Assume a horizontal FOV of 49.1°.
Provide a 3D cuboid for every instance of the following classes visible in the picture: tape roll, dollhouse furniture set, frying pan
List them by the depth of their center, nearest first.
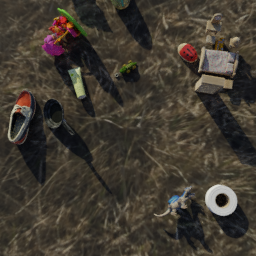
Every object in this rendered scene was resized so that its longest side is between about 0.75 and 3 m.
[{"bbox_3d":[3.440,2.667,10.364,1.085,0.379,1.085,0,80,1],"label":"tape roll"},{"bbox_3d":[-2.533,-0.474,10.543,1.878,0.306,1.136,16,104,32],"label":"frying pan"},{"bbox_3d":[3.598,-2.790,10.773,1.451,1.239,2.799,10,85,2],"label":"dollhouse furniture set"}]

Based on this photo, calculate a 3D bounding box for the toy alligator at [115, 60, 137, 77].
[{"bbox_3d":[-0.087,-2.395,11.311,1.053,0.253,0.349,-36,81,-6],"label":"toy alligator"}]

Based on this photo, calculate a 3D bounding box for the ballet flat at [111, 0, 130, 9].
[{"bbox_3d":[-0.723,-6.361,11.638,1.026,1.026,2.904,-23,81,-4],"label":"ballet flat"}]

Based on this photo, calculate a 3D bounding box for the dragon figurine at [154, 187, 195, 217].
[{"bbox_3d":[1.766,2.797,10.284,1.643,0.817,0.483,-40,84,13],"label":"dragon figurine"}]

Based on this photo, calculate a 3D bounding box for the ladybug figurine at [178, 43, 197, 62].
[{"bbox_3d":[2.449,-3.076,11.384,0.947,0.341,0.643,44,83,7],"label":"ladybug figurine"}]

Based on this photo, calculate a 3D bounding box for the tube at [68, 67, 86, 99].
[{"bbox_3d":[-2.015,-1.808,11.192,0.377,0.337,1.299,-5,71,-40],"label":"tube"}]

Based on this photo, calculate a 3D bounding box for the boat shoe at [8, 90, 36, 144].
[{"bbox_3d":[-4.120,-0.467,10.760,0.779,0.685,2.189,8,79,3],"label":"boat shoe"}]

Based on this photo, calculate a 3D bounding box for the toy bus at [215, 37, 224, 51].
[{"bbox_3d":[3.744,-3.334,11.482,0.294,0.245,0.752,10,81,2],"label":"toy bus"}]

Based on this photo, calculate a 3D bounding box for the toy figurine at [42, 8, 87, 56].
[{"bbox_3d":[-2.799,-3.715,11.202,1.649,1.345,1.791,-46,61,2],"label":"toy figurine"}]
